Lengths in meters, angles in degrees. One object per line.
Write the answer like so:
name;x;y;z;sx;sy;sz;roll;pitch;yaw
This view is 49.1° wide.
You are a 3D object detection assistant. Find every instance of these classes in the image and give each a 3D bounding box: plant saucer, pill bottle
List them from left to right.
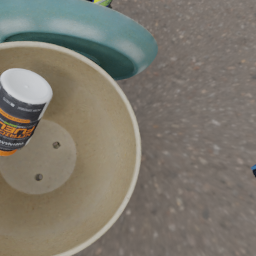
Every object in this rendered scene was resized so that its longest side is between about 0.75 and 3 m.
pill bottle;-1.472;-0.138;3.624;0.623;1.173;0.623;24;37;-20
plant saucer;-0.933;-1.305;4.788;2.859;2.859;0.392;7;84;4

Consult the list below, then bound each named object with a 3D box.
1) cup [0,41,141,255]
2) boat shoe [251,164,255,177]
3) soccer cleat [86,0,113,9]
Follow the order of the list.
cup;-1.365;0.379;4.238;2.693;1.926;2.693;3;80;-15
boat shoe;1.805;0.455;2.861;0.644;1.529;0.525;-25;79;-9
soccer cleat;-0.440;-3.233;6.074;1.833;0.767;0.593;-50;43;23
